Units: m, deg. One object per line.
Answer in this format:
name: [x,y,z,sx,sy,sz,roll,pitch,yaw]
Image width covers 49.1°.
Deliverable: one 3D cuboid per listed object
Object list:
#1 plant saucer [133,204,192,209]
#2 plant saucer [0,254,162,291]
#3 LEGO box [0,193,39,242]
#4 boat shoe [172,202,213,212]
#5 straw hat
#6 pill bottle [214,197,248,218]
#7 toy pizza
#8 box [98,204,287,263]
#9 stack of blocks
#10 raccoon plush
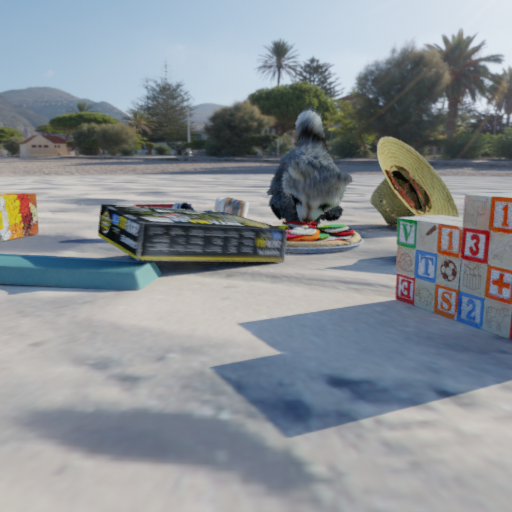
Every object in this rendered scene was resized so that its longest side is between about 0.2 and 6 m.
plant saucer: [-2.738,-1.287,16.298,1.754,0.323,1.758,-1,11,-7]
plant saucer: [-2.971,0.204,8.186,3.009,0.285,1.052,3,11,7]
LEGO box: [-6.359,-0.863,12.155,2.477,0.956,1.845,3,11,17]
boat shoe: [-1.610,-0.834,12.579,0.791,0.752,2.196,-6,12,-30]
straw hat: [3.614,-1.478,14.153,3.064,3.064,1.297,-12,-24,-49]
pill bottle: [-0.630,-1.238,14.306,0.811,0.472,0.472,13,12,6]
toy pizza: [0.914,-0.443,11.406,2.520,0.399,2.520,0,10,0]
box: [-1.120,-0.391,9.500,2.592,0.640,2.070,1,13,-33]
stack of blocks: [2.580,0.034,6.015,0.715,1.406,2.441,-5,11,-26]
raccoon plush: [1.085,-2.238,12.386,1.713,3.541,2.373,-6,-21,-7]
